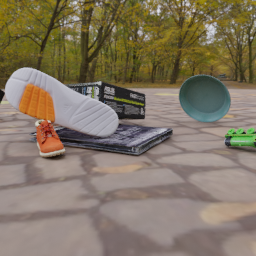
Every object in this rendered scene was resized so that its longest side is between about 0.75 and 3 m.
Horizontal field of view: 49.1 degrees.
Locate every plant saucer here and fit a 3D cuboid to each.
[{"bbox_3d":[2.616,-1.029,9.535,1.769,1.769,0.318,6,33,30],"label":"plant saucer"}]

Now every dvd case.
[{"bbox_3d":[-0.610,0.172,7.039,2.926,0.234,2.176,6,12,27],"label":"dvd case"}]

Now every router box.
[{"bbox_3d":[-0.974,-0.710,8.413,2.156,0.894,2.877,0,1,26],"label":"router box"}]

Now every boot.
[{"bbox_3d":[-1.621,0.194,5.646,0.456,0.651,1.215,-12,18,-29],"label":"boot"}]

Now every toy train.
[{"bbox_3d":[2.652,0.221,5.743,1.543,0.322,0.435,-5,41,54],"label":"toy train"}]

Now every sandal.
[{"bbox_3d":[-1.543,-0.414,6.519,2.745,1.052,0.787,25,-17,4],"label":"sandal"}]

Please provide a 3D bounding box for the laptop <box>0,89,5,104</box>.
[{"bbox_3d":[-5.027,-0.971,10.219,0.647,1.045,1.116,19,-9,7],"label":"laptop"}]
